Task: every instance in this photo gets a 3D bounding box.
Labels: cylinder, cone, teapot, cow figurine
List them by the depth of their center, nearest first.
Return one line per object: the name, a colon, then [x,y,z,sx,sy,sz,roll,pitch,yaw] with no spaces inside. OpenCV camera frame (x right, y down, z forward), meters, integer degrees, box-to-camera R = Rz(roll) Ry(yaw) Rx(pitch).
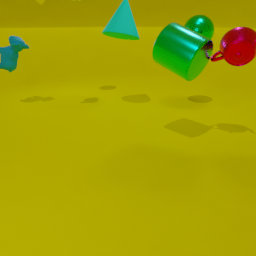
teapot: [2.723,-1.909,6.713,1.526,0.949,0.747,-13,37,35]
cylinder: [1.343,-1.878,6.917,1.084,1.084,1.084,37,38,25]
cone: [-0.153,-3.846,9.654,1.331,1.336,1.331,8,9,-1]
cow figurine: [-4.194,-2.669,10.194,1.275,1.296,0.711,12,10,34]

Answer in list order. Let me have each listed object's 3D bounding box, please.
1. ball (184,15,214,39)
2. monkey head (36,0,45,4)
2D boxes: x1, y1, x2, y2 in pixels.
ball: [2.429,-3.342,9.649,1.052,1.052,1.052,0,22,0]
monkey head: [-2.521,-4.202,8.457,1.121,0.807,0.676,27,30,-56]
